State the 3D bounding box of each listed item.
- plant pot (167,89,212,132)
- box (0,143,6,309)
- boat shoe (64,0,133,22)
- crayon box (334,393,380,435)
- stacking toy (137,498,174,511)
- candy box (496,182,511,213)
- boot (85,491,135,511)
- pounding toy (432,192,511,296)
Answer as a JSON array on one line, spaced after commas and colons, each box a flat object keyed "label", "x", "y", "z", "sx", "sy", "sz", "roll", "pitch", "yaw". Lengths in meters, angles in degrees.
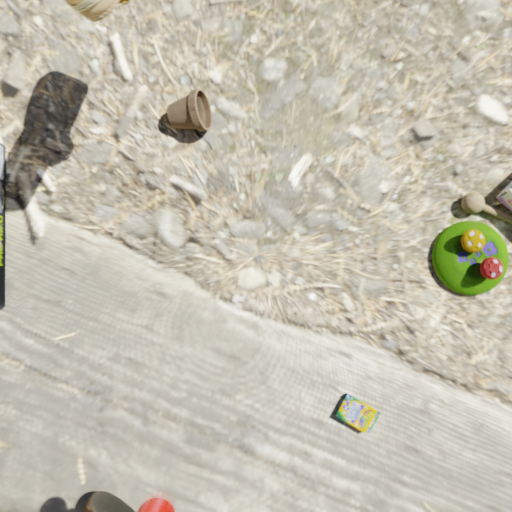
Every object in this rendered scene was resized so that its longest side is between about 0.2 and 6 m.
[{"label": "plant pot", "x": -1.243, "y": -2.598, "z": 10.196, "sx": 0.663, "sy": 0.760, "sz": 0.760, "roll": -8, "pitch": 83, "yaw": 16}, {"label": "box", "x": -5.797, "y": -0.530, "z": 9.923, "sx": 2.475, "sy": 0.684, "sz": 3.089, "roll": -2, "pitch": 84, "yaw": 0}, {"label": "boat shoe", "x": -1.601, "y": -3.617, "z": 6.850, "sx": 0.981, "sy": 0.921, "sz": 2.662, "roll": -15, "pitch": 51, "yaw": 24}, {"label": "crayon box", "x": 1.789, "y": 2.779, "z": 9.809, "sx": 0.706, "sy": 0.182, "sz": 0.444, "roll": 29, "pitch": 84, "yaw": 3}, {"label": "stacking toy", "x": -0.575, "y": 3.060, "z": 5.741, "sx": 1.563, "sy": 0.667, "sz": 0.667, "roll": 36, "pitch": 85, "yaw": 3}, {"label": "candy box", "x": 5.272, "y": -1.149, "z": 10.014, "sx": 1.432, "sy": 0.512, "sz": 1.201, "roll": -42, "pitch": 85, "yaw": -11}, {"label": "boot", "x": -1.953, "y": 5.317, "z": 9.134, "sx": 1.167, "sy": 1.139, "sz": 3.093, "roll": -39, "pitch": 87, "yaw": 7}, {"label": "pounding toy", "x": 3.965, "y": -0.176, "z": 9.821, "sx": 1.360, "sy": 0.818, "sz": 1.762, "roll": 28, "pitch": 85, "yaw": 3}]
